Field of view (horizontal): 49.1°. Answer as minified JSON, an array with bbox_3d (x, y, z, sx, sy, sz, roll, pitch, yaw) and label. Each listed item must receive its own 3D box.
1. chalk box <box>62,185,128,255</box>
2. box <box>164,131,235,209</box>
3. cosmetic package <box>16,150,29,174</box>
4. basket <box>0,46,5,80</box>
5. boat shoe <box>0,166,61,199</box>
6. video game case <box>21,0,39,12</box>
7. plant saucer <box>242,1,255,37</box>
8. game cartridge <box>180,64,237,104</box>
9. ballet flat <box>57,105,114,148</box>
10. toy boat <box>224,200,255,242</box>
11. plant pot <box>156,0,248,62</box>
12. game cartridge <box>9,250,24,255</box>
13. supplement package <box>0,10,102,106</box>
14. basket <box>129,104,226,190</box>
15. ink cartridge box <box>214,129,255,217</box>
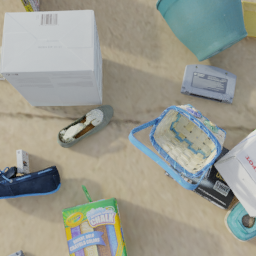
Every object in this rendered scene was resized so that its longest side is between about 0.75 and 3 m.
[{"bbox_3d":[-1.003,3.084,8.793,1.647,1.655,2.661,-12,77,-3],"label":"chalk box"},{"bbox_3d":[2.749,1.411,9.785,2.354,0.586,1.856,31,77,8],"label":"box"},{"bbox_3d":[-3.686,1.209,9.841,0.207,0.604,0.801,-9,75,-2],"label":"cosmetic package"},{"bbox_3d":[-5.094,-2.543,10.796,0.777,0.707,1.146,9,76,3],"label":"basket"},{"bbox_3d":[-3.815,1.746,9.475,2.975,1.252,1.021,-4,93,-15],"label":"boat shoe"},{"bbox_3d":[-3.920,-5.873,10.840,0.330,2.340,2.589,-4,75,-1],"label":"video game case"},{"bbox_3d":[5.323,-4.304,11.439,1.594,0.386,1.594,9,75,3],"label":"plant saucer"},{"bbox_3d":[3.104,-1.742,10.769,1.973,0.410,1.314,14,71,4],"label":"game cartridge"},{"bbox_3d":[-1.508,-0.107,10.116,2.377,0.757,0.801,-36,78,-9],"label":"ballet flat"},{"bbox_3d":[4.299,3.221,9.113,1.704,0.942,2.027,-39,78,-12],"label":"toy boat"},{"bbox_3d":[2.895,-4.045,10.298,2.838,2.838,2.666,-29,92,-7],"label":"plant pot"},{"bbox_3d":[-3.693,4.928,9.010,1.062,0.331,1.595,-23,76,-2],"label":"game cartridge"},{"bbox_3d":[-2.343,-2.210,9.582,2.752,2.878,2.116,-1,75,-1],"label":"supplement package"},{"bbox_3d":[1.563,0.434,8.421,2.332,1.840,2.645,41,45,16],"label":"basket"},{"bbox_3d":[4.519,1.161,8.997,2.859,1.200,2.070,-31,83,-27],"label":"ink cartridge box"}]
